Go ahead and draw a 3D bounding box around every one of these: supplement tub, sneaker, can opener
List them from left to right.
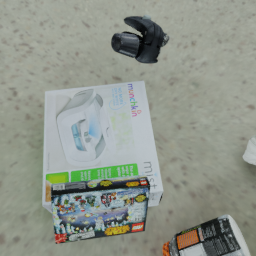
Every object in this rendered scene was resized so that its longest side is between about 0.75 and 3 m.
[{"bbox_3d":[0.199,-2.168,6.328,1.095,0.883,2.785,20,25,-16],"label":"can opener"},{"bbox_3d":[1.436,2.283,5.274,1.433,0.878,0.878,-29,63,18],"label":"supplement tub"},{"bbox_3d":[3.379,0.539,6.109,1.612,0.801,0.628,13,16,33],"label":"sneaker"}]

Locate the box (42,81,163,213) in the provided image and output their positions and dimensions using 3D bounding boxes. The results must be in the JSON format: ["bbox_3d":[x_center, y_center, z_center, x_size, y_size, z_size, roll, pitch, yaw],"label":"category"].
[{"bbox_3d":[-0.572,0.456,6.238,2.306,1.264,2.614,-6,62,-1],"label":"box"}]

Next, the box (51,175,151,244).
[{"bbox_3d":[-0.465,1.400,4.819,1.622,1.110,0.323,-4,30,-12],"label":"box"}]
